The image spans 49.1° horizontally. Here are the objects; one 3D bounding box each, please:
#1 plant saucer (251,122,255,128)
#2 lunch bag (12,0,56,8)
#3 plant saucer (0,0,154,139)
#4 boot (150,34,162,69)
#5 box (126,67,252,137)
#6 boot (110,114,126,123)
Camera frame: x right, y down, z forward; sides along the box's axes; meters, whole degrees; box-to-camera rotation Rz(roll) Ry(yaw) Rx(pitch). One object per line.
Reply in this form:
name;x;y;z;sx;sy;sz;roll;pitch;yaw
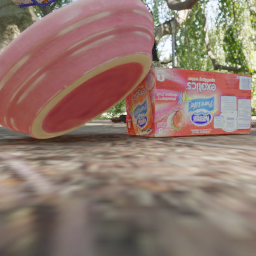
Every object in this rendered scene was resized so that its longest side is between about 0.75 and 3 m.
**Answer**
plant saucer;4.030;-0.094;8.555;0.978;0.157;0.978;1;3;0
lunch bag;-1.802;-2.862;4.713;1.686;1.044;1.433;15;-15;39
plant saucer;-0.551;-0.562;3.460;2.267;0.575;2.267;-34;-8;-5
boot;0.261;-2.536;9.608;1.983;1.493;0.725;-13;-7;-32
box;1.019;-0.383;4.651;1.973;1.012;0.934;-2;3;-27
boot;-0.574;-0.524;16.123;1.446;0.465;1.348;5;-8;37
